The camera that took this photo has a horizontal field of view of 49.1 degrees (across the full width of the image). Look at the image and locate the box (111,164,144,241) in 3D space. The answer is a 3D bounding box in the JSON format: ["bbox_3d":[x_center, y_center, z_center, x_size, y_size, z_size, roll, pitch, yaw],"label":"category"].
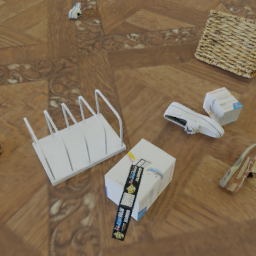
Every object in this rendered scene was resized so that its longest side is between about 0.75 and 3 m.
[{"bbox_3d":[-0.007,1.173,4.363,0.224,0.975,0.775,16,41,5],"label":"box"}]

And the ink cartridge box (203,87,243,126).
[{"bbox_3d":[3.043,-0.692,9.095,0.720,0.708,0.979,-17,52,-14],"label":"ink cartridge box"}]

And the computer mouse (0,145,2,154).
[{"bbox_3d":[-4.642,0.644,8.194,1.768,0.388,0.969,15,53,12],"label":"computer mouse"}]

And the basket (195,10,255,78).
[{"bbox_3d":[4.285,-3.261,10.961,2.595,1.933,1.852,30,27,30],"label":"basket"}]

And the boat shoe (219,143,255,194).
[{"bbox_3d":[3.229,1.116,7.691,0.623,0.658,1.737,39,69,24],"label":"boat shoe"}]

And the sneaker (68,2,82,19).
[{"bbox_3d":[-2.416,-5.566,13.414,0.503,0.435,1.160,19,55,-1],"label":"sneaker"}]

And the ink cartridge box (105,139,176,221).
[{"bbox_3d":[0.323,1.287,7.180,1.095,1.115,1.514,33,57,25],"label":"ink cartridge box"}]

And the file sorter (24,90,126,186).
[{"bbox_3d":[-1.458,0.147,7.926,2.335,1.454,1.620,-25,55,-20],"label":"file sorter"}]

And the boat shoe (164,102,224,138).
[{"bbox_3d":[2.003,-0.113,8.725,1.910,0.703,0.624,29,68,29],"label":"boat shoe"}]
